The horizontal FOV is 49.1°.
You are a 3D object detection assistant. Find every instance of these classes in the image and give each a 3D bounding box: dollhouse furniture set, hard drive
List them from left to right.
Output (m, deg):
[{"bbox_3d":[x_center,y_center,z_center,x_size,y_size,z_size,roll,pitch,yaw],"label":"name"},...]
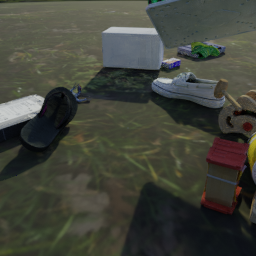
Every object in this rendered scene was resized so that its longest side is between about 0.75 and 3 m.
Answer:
[{"bbox_3d":[-3.272,-0.331,8.137,2.229,0.422,1.557,-24,38,-38],"label":"hard drive"},{"bbox_3d":[2.409,1.047,4.955,2.080,1.119,0.846,15,32,25],"label":"dollhouse furniture set"}]

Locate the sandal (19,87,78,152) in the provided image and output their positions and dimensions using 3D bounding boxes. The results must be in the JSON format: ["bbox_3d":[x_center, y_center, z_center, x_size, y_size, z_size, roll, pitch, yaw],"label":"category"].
[{"bbox_3d":[-1.966,-0.413,7.582,0.991,0.631,2.637,27,38,-10],"label":"sandal"}]

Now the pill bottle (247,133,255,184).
[{"bbox_3d":[2.931,0.730,5.531,0.963,0.963,1.720,8,24,14],"label":"pill bottle"}]

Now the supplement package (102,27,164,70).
[{"bbox_3d":[0.274,-3.731,12.987,2.640,1.600,1.581,6,30,11],"label":"supplement package"}]

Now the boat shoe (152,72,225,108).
[{"bbox_3d":[2.078,-1.508,9.713,2.732,0.912,1.005,19,34,30],"label":"boat shoe"}]

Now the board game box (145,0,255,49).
[{"bbox_3d":[2.151,-2.810,6.814,2.968,0.384,2.968,-8,-3,16],"label":"board game box"}]

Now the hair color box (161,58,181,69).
[{"bbox_3d":[2.017,-3.023,13.086,0.469,0.278,0.858,27,40,38],"label":"hair color box"}]

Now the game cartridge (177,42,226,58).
[{"bbox_3d":[4.029,-4.299,15.264,2.303,0.442,1.493,-19,30,-30],"label":"game cartridge"}]

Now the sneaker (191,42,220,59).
[{"bbox_3d":[2.014,-2.012,7.419,0.933,0.390,0.346,5,11,-27],"label":"sneaker"}]

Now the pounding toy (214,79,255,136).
[{"bbox_3d":[2.953,-0.163,7.183,1.270,1.265,2.213,-26,57,-38],"label":"pounding toy"}]

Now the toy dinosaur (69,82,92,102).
[{"bbox_3d":[-1.951,-1.147,9.472,1.326,0.696,1.203,-12,12,-1],"label":"toy dinosaur"}]
